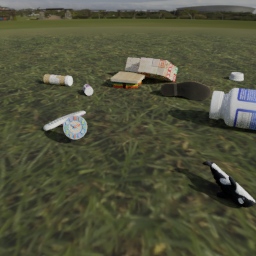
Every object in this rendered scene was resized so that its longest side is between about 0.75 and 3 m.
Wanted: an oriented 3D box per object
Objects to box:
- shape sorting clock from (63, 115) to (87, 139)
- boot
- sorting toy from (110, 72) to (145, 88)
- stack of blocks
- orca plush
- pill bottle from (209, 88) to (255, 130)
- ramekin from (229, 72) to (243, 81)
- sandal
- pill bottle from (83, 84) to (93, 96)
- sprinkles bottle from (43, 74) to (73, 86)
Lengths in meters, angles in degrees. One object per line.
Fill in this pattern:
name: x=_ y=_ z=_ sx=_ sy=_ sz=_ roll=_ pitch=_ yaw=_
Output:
shape sorting clock: x=-1.718 y=-0.026 z=9.101 sx=0.781 sy=0.781 sz=0.153 roll=3 pitch=-6 yaw=6
boot: x=2.890 y=-1.896 z=13.744 sx=2.405 sy=0.885 sz=0.907 roll=9 pitch=16 yaw=22
sorting toy: x=0.026 y=-2.612 z=15.489 sx=1.552 sy=0.544 sz=1.562 roll=8 pitch=26 yaw=16
stack of blocks: x=1.246 y=-3.465 z=16.261 sx=2.822 sy=0.826 sz=1.625 roll=17 pitch=5 yaw=33
orca plush: x=2.339 y=1.438 z=6.886 sx=0.541 sy=0.801 sz=1.522 roll=-41 pitch=61 yaw=1
pill bottle: x=4.423 y=-0.702 z=10.376 sx=2.589 sy=1.451 sz=1.451 roll=10 pitch=27 yaw=21
ramekin: x=6.467 y=-3.071 z=16.665 sx=0.803 sy=0.374 sz=0.803 roll=-1 pitch=25 yaw=0
sandal: x=-2.375 y=-0.216 z=10.648 sx=1.667 sy=0.410 sz=0.678 roll=-24 pitch=17 yaw=-18
pill bottle: x=-2.054 y=-1.957 z=14.237 sx=0.436 sy=0.436 sz=0.776 roll=-8 pitch=26 yaw=-16
sprinkles bottle: x=-3.914 y=-2.678 z=15.641 sx=1.588 sy=0.542 sz=0.542 roll=7 pitch=26 yaw=17
